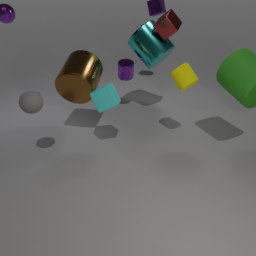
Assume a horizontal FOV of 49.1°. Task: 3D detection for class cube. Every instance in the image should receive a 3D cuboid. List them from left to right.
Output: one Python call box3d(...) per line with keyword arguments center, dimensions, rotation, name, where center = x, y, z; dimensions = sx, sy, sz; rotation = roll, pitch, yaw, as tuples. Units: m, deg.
box3d(center=(-0.740, -1.013, 9.313), dimensions=(0.700, 0.700, 0.700), rotation=(-23, 12, 14), name="cube")
box3d(center=(1.420, -5.975, 13.856), dimensions=(0.700, 0.700, 0.700), rotation=(-6, 16, 25), name="cube")
box3d(center=(1.499, -3.894, 10.556), dimensions=(0.700, 0.700, 0.700), rotation=(-26, 27, 45), name="cube")

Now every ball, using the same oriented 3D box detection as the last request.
box3d(center=(-4.634, -4.327, 10.597), dimensions=(0.700, 0.700, 0.700), rotation=(0, 29, 0), name="ball")
box3d(center=(-2.901, -0.775, 8.396), dimensions=(0.700, 0.700, 0.700), rotation=(0, 29, 0), name="ball")

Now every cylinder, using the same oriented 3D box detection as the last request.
box3d(center=(-1.737, -1.832, 10.098), dimensions=(1.400, 1.400, 1.400), rotation=(6, 50, 10), name="cylinder")
box3d(center=(-0.093, -2.512, 12.078), dimensions=(0.700, 0.700, 0.700), rotation=(1, 44, -1), name="cylinder")
box3d(center=(0.944, -3.383, 11.452), dimensions=(1.400, 1.400, 1.400), rotation=(50, 41, 1), name="cylinder")
box3d(center=(1.903, -1.716, 9.463), dimensions=(0.700, 0.700, 0.700), rotation=(-27, 83, -39), name="cylinder")
box3d(center=(3.832, -1.591, 8.982), dimensions=(1.400, 1.400, 1.400), rotation=(-14, 49, -24), name="cylinder")
